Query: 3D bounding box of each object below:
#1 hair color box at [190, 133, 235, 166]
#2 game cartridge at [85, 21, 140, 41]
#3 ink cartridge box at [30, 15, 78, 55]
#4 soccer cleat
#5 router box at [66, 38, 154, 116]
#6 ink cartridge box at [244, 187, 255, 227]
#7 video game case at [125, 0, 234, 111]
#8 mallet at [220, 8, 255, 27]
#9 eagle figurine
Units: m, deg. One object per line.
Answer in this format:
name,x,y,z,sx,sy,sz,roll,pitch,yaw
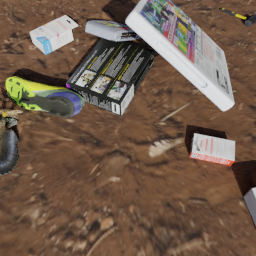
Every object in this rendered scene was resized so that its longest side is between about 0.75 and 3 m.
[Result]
hair color box,2.476,0.628,8.240,1.208,0.386,0.670,12,58,6
game cartridge,-0.549,-3.631,10.410,1.446,0.444,2.172,20,26,20
ink cartridge box,-2.825,-3.665,10.960,1.662,0.564,0.957,-36,64,-21
soccer cleat,-2.735,-1.055,9.227,2.819,0.912,1.179,19,29,17
router box,-0.532,-1.930,9.729,2.042,0.699,2.738,22,59,14
ink cartridge box,4.000,2.049,7.124,1.588,0.665,1.146,-7,57,-5
video game case,1.229,-1.897,6.077,2.534,0.320,2.781,38,35,-14
mallet,4.600,-4.729,11.868,1.606,0.330,0.529,28,65,23
eagle figurine,-3.942,0.323,8.133,1.451,1.443,1.912,4,83,50
